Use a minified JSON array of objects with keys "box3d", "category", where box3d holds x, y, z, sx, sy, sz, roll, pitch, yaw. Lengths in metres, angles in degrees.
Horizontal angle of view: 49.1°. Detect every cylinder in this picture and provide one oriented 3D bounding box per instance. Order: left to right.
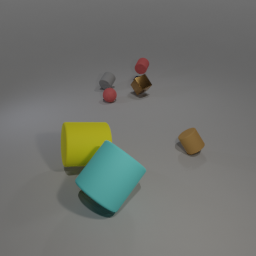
[{"box3d":[-1.364,0.511,8.975,1.400,1.400,1.400,0,28,-20],"category":"cylinder"},{"box3d":[-1.114,-2.552,15.132,0.700,0.700,0.700,12,53,19],"category":"cylinder"},{"box3d":[-0.460,1.283,7.568,1.400,1.400,1.400,30,80,41],"category":"cylinder"},{"box3d":[0.804,-3.564,16.084,0.700,0.700,0.700,9,45,15],"category":"cylinder"},{"box3d":[2.250,0.459,9.943,0.700,0.700,0.700,-32,12,8],"category":"cylinder"}]

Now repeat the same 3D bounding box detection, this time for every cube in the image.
[{"box3d":[0.675,-2.211,14.333,0.700,0.700,0.700,-29,83,-25],"category":"cube"}]

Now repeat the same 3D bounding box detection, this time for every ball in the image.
[{"box3d":[-0.903,-1.629,13.844,0.700,0.700,0.700,0,30,0],"category":"ball"}]
